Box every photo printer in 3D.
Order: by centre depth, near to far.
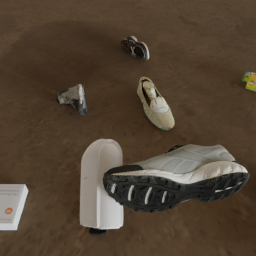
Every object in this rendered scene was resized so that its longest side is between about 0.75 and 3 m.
[{"bbox_3d":[-0.566,1.101,5.654,0.598,1.433,1.722,6,73,-21],"label":"photo printer"}]

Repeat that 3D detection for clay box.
[{"bbox_3d":[5.534,-1.816,11.575,1.527,0.363,0.877,22,48,21],"label":"clay box"}]

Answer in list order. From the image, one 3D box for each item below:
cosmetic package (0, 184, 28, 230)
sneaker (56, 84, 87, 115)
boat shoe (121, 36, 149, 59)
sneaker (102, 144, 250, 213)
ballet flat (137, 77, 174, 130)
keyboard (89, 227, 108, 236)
[{"bbox_3d":[-3.626,2.089,7.472,1.571,0.406,1.184,0,46,0],"label":"cosmetic package"},{"bbox_3d":[-2.154,-0.975,10.564,1.071,0.695,1.854,-11,34,-4],"label":"sneaker"},{"bbox_3d":[0.320,-3.807,13.360,0.653,0.800,2.166,-17,43,-17],"label":"boat shoe"},{"bbox_3d":[0.817,0.824,5.125,2.639,0.975,1.046,-3,42,-17],"label":"sneaker"},{"bbox_3d":[0.933,-0.995,10.394,0.877,0.811,2.601,-16,46,-14],"label":"ballet flat"},{"bbox_3d":[-0.476,2.252,7.488,0.733,0.279,1.409,-7,40,27],"label":"keyboard"}]
